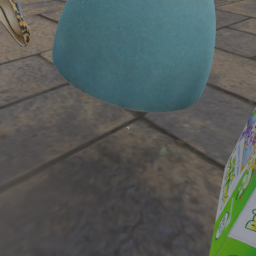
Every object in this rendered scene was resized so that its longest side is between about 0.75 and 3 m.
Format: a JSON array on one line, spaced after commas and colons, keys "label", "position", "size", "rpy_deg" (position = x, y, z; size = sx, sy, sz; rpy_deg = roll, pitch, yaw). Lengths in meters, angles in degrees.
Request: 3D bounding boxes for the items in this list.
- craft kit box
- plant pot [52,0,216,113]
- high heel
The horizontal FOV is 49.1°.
[{"label": "craft kit box", "position": [1.756, 0.136, 3.290], "size": [0.589, 2.399, 2.429], "rpy_deg": [21, 25, 15]}, {"label": "plant pot", "position": [0.259, -1.883, 4.653], "size": [2.845, 1.916, 2.845], "rpy_deg": [10, 39, -8]}, {"label": "high heel", "position": [-2.812, -2.576, 6.283], "size": [0.592, 1.181, 1.657], "rpy_deg": [-20, -10, 14]}]
